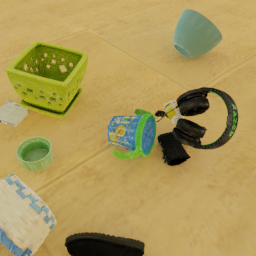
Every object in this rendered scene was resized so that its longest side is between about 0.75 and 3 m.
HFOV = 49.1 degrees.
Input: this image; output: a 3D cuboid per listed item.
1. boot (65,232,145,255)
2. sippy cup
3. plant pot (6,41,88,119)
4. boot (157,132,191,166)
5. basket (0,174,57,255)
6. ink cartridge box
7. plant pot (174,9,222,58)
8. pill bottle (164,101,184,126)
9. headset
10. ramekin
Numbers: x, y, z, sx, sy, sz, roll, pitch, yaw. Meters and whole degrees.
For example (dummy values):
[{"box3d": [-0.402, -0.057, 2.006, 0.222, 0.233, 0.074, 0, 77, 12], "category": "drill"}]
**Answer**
[{"box3d": [-0.587, 3.299, 6.413, 2.065, 0.777, 1.544, 5, 45, 4], "category": "boot"}, {"box3d": [0.087, 0.148, 9.300, 1.342, 1.438, 1.831, 8, 13, 23], "category": "sippy cup"}, {"box3d": [-2.870, -1.693, 10.476, 2.210, 2.005, 2.199, 17, 46, 5], "category": "plant pot"}, {"box3d": [1.736, 0.597, 9.328, 1.436, 0.531, 1.177, -15, 44, -5], "category": "boot"}, {"box3d": [-3.052, 2.495, 6.605, 2.107, 1.662, 2.389, 35, 58, 28], "category": "basket"}, {"box3d": [-4.444, -0.564, 10.712, 1.077, 0.219, 1.079, 15, 46, 13], "category": "ink cartridge box"}, {"box3d": [3.072, -4.252, 13.330, 2.272, 2.272, 1.530, 42, 98, 34], "category": "plant pot"}, {"box3d": [1.505, -0.422, 8.939, 0.458, 0.458, 0.822, -16, 59, -16], "category": "pill bottle"}, {"box3d": [1.979, -0.306, 8.376, 1.317, 1.731, 2.804, 5, 3, -43], "category": "headset"}, {"box3d": [-2.973, 0.851, 9.056, 1.111, 0.543, 1.111, 0, 45, 0], "category": "ramekin"}]
